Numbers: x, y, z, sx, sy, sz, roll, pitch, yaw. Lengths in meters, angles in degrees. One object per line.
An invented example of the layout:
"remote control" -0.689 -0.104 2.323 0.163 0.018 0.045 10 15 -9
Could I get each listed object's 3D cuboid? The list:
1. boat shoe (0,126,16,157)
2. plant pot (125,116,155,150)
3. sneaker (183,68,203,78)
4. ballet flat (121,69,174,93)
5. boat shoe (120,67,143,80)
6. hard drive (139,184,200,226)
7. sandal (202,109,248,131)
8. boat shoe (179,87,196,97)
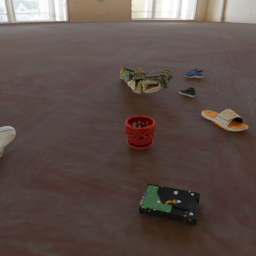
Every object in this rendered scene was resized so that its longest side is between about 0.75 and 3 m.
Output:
"boat shoe" -3.705 0.614 7.582 0.637 0.702 1.908 32 40 13
"plant pot" 0.349 0.159 8.180 0.865 0.788 0.865 0 25 0
"sneaker" 3.469 -2.948 14.898 1.082 0.482 0.425 0 26 1
"ballet flat" 0.660 -1.996 12.245 2.820 1.014 1.014 6 23 44
"boat shoe" 0.487 -2.670 13.988 1.970 0.750 0.706 12 24 19
"hard drive" 0.884 1.589 5.898 1.177 0.223 0.822 8 27 15
"sandal" 3.265 -0.416 9.650 0.706 0.528 1.842 -15 30 -29
"boat shoe" 2.634 -1.636 12.336 0.287 0.368 0.811 -23 34 -39
